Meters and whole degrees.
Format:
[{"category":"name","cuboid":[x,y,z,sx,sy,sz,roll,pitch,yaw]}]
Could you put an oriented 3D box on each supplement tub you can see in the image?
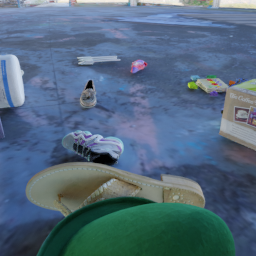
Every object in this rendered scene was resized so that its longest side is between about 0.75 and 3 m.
[{"category":"supplement tub","cuboid":[-4.655,-1.364,8.659,2.537,1.674,1.674,-7,29,-13]}]

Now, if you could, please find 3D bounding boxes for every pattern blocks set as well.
[{"category":"pattern blocks set","cuboid":[3.241,-1.626,10.702,1.871,0.173,2.129,1,28,2]}]

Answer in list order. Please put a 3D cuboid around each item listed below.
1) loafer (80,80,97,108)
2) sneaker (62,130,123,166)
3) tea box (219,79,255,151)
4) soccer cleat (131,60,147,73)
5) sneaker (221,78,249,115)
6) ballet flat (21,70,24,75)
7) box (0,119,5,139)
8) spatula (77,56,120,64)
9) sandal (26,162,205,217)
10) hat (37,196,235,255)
[{"category":"loafer","cuboid":[-1.354,-1.194,9.560,0.562,0.491,1.563,-2,28,-3]},{"category":"sneaker","cuboid":[-0.887,0.539,6.245,1.471,0.572,1.029,4,28,8]},{"category":"tea box","cuboid":[3.756,-0.313,6.941,2.002,1.360,2.035,-18,32,-34]},{"category":"soccer cleat","cuboid":[0.489,-2.778,12.615,0.516,0.450,1.350,13,28,11]},{"category":"sneaker","cuboid":[3.249,-0.950,8.560,0.658,0.632,1.678,34,57,23]},{"category":"ballet flat","cuboid":[-4.887,-2.051,11.333,1.302,0.452,0.452,-11,30,-11]},{"category":"box","cuboid":[-4.753,-0.828,6.330,2.857,2.880,1.775,-24,36,-36]},{"category":"spatula","cuboid":[-1.488,-3.455,14.191,2.094,0.168,1.456,-5,23,-11]},{"category":"sandal","cuboid":[-0.183,1.285,4.376,2.996,1.098,0.985,4,32,-6]},{"category":"hat","cuboid":[0.586,1.064,2.619,2.846,2.505,2.357,-2,47,-24]}]
